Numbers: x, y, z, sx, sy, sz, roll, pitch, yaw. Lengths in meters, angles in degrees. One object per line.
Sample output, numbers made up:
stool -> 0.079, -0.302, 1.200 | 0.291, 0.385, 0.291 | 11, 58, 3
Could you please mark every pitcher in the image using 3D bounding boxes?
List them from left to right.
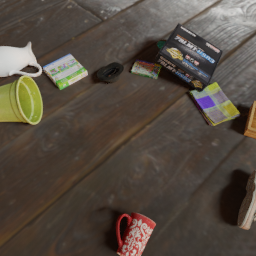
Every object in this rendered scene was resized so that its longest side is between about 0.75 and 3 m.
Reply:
pitcher -> -4.879, -2.727, 11.952 | 2.029, 1.230, 1.741 | -22, 68, -27

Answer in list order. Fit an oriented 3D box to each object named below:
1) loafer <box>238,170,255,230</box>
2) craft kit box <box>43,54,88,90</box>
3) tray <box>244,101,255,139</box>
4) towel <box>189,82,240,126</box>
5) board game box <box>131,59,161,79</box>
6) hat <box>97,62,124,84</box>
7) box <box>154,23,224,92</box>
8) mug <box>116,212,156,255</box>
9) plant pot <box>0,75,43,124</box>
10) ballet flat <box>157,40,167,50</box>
loafer -> 4.048, 2.291, 8.827 | 0.654, 0.748, 2.080 | 26, 57, 9
craft kit box -> -2.735, -2.485, 12.232 | 1.421, 0.345, 1.403 | -33, 60, -20
tray -> 5.941, 0.079, 10.397 | 2.878, 0.533, 1.420 | 19, 59, 13
towel -> 3.481, -0.992, 11.285 | 1.385, 0.220, 1.929 | -18, 58, -11
board game box -> 0.809, -2.598, 12.388 | 1.167, 0.170, 0.785 | 15, 58, 10
hat -> -0.663, -2.226, 11.861 | 1.282, 0.517, 1.282 | -15, 43, 14
box -> 2.647, -3.066, 11.938 | 2.414, 0.600, 2.396 | 33, 59, -1
mug -> 0.101, 3.161, 8.211 | 1.065, 0.801, 1.200 | 21, 63, 14
plant pot -> -4.396, -0.920, 10.474 | 1.678, 1.825, 1.825 | -8, 56, 8
ballet flat -> 2.167, -3.624, 12.815 | 1.765, 0.599, 0.665 | 24, 45, 1
